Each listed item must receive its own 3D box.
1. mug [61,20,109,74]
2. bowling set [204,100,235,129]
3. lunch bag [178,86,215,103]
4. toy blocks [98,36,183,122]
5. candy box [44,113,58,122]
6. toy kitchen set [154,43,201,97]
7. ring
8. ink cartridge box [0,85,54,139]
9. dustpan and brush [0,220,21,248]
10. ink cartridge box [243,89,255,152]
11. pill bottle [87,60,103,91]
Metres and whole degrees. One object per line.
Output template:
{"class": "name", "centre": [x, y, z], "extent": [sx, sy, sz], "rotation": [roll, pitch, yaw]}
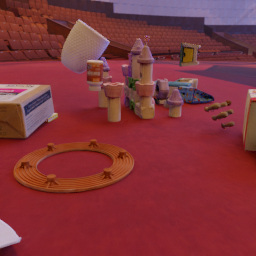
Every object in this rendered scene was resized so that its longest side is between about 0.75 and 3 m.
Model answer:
{"class": "mug", "centre": [-1.577, -2.735, 9.662], "extent": [1.249, 1.483, 1.691], "rotation": [31, 14, -20]}
{"class": "bowling set", "centre": [2.482, -0.433, 7.385], "extent": [0.463, 0.862, 0.600], "rotation": [-22, 22, 53]}
{"class": "lunch bag", "centre": [2.784, -1.309, 11.324], "extent": [1.291, 0.607, 0.972], "rotation": [1, 11, -31]}
{"class": "toy blocks", "centre": [0.436, -1.750, 9.321], "extent": [2.877, 2.422, 2.689], "rotation": [-4, 17, -13]}
{"class": "candy box", "centre": [-2.829, -0.347, 8.563], "extent": [1.189, 0.157, 0.608], "rotation": [4, 17, 13]}
{"class": "toy kitchen set", "centre": [2.291, -2.790, 13.113], "extent": [1.700, 2.312, 2.886], "rotation": [7, 17, 19]}
{"class": "ring", "centre": [-0.982, 0.593, 5.254], "extent": [2.188, 0.210, 2.188], "rotation": [1, 16, 0]}
{"class": "ink cartridge box", "centre": [-3.545, -0.520, 7.495], "extent": [2.509, 0.942, 2.067], "rotation": [0, 22, 4]}
{"class": "dustpan and brush", "centre": [-2.121, 1.141, 3.086], "extent": [1.731, 0.495, 1.208], "rotation": [23, 17, 40]}
{"class": "ink cartridge box", "centre": [3.234, -0.186, 6.245], "extent": [1.145, 1.140, 1.576], "rotation": [6, 17, 19]}
{"class": "pill bottle", "centre": [-0.987, -1.565, 8.368], "extent": [0.490, 0.874, 0.490], "rotation": [2, 17, -1]}
